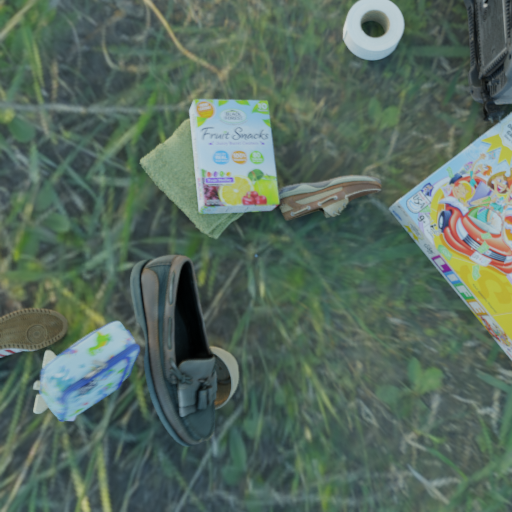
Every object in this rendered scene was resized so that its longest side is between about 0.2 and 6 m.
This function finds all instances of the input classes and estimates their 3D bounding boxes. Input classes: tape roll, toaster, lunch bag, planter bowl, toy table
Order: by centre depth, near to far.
[{"bbox_3d":[-2.490,1.756,8.464,1.391,1.730,0.713,-33,77,-34],"label":"lunch bag"},{"bbox_3d":[-3.283,2.148,9.338,0.643,1.009,1.098,16,50,-28],"label":"toy table"},{"bbox_3d":[-0.710,1.966,9.406,1.030,0.693,1.030,4,100,24],"label":"planter bowl"},{"bbox_3d":[4.997,-4.010,9.578,2.261,1.989,3.500,0,82,-2],"label":"toaster"},{"bbox_3d":[2.166,-4.214,10.399,1.074,0.376,1.074,0,84,0],"label":"tape roll"}]

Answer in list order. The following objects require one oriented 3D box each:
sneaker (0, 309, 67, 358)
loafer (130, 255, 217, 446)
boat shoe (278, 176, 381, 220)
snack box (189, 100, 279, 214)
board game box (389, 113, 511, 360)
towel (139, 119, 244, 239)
[{"bbox_3d":[-4.375,1.481,9.649,2.066,1.162,0.736,-13,80,-32],"label":"sneaker"},{"bbox_3d":[-1.114,1.447,8.563,0.942,1.076,2.995,-15,91,31],"label":"loafer"},{"bbox_3d":[1.300,-0.997,9.908,1.840,0.697,0.661,-9,87,8],"label":"boat shoe"},{"bbox_3d":[-0.390,-1.717,9.681,1.345,0.501,1.891,-3,81,-17],"label":"snack box"},{"bbox_3d":[4.704,-0.118,9.735,2.745,0.699,4.083,-38,85,-4],"label":"board game box"},{"bbox_3d":[-0.970,-1.362,9.918,1.914,0.349,1.420,46,72,-3],"label":"towel"}]
